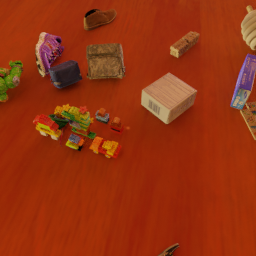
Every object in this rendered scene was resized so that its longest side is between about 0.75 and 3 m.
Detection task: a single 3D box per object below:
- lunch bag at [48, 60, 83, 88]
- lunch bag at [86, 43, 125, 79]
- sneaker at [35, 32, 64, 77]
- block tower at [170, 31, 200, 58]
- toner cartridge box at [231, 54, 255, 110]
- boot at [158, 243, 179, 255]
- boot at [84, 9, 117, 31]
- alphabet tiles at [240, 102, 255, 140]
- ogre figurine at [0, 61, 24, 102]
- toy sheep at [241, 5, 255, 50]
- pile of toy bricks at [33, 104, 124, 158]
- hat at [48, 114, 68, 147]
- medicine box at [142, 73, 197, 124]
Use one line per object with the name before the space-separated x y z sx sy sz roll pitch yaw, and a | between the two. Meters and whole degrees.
lunch bag | -2.434 -2.023 10.834 1.223 0.809 0.831 -27 32 -19
lunch bag | -0.879 -2.571 11.157 1.529 1.065 1.283 -2 79 0
sneaker | -3.234 -3.168 11.668 1.065 1.029 2.553 1 51 -6
block tower | 2.510 -3.711 12.417 0.443 0.474 1.640 36 58 25
toner cartridge box | 4.402 -1.768 10.537 0.450 0.989 2.083 19 55 14
boot | 1.074 3.333 6.957 0.813 0.294 0.614 -30 60 -15
boot | -1.315 -5.477 13.630 0.730 0.748 1.982 37 59 28
alphabet tiles | 5.007 -0.207 9.894 1.654 0.063 1.988 -6 52 -5
ogre figurine | -4.960 -1.664 10.387 2.329 1.143 1.396 -13 40 -25
toy sheep | 5.755 -4.327 12.119 1.662 1.662 2.410 -11 70 -8
pile of toy bricks | -1.480 -0.208 8.894 2.858 1.411 1.586 19 61 11
hat | -2.419 0.036 9.677 0.804 0.854 0.971 13 12 5
medicine box | 1.471 -1.101 10.145 1.481 0.762 1.349 -35 59 -25
